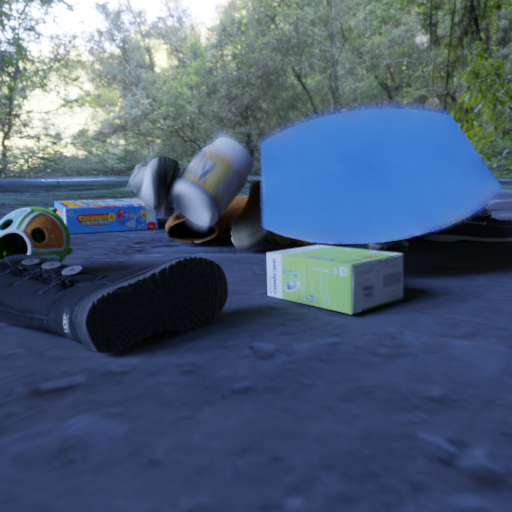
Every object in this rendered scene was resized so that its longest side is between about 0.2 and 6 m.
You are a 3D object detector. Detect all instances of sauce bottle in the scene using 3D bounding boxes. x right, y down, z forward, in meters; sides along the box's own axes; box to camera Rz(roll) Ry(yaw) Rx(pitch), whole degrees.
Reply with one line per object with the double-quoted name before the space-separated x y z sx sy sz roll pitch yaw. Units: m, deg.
"sauce bottle" 0.630 -0.608 13.019 2.219 0.718 0.718 2 10 28

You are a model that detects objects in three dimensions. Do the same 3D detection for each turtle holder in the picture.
"turtle holder" -4.024 -0.210 9.459 1.579 1.200 1.121 1 11 3

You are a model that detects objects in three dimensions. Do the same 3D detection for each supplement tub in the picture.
"supplement tub" -0.903 -1.546 11.561 1.161 1.161 1.604 10 56 44

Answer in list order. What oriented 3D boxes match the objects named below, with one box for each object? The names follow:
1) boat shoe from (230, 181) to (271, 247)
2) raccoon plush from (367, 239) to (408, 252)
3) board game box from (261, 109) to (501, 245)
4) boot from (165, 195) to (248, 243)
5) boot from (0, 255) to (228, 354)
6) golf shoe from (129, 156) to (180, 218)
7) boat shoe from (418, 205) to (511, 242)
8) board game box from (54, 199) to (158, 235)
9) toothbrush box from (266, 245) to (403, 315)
"boat shoe" 0.068 -1.181 12.361 0.965 0.966 2.612 -11 25 33
"raccoon plush" 2.650 -0.521 12.787 1.228 1.700 2.538 -15 -21 -2
"board game box" 2.153 -1.368 10.851 4.001 0.986 5.064 -8 36 5
"boot" -0.897 -0.855 13.287 2.553 0.979 1.982 -4 9 -1
"boot" -2.061 0.437 7.209 2.720 0.893 2.242 3 8 39
"golf shoe" -2.233 -1.509 11.911 1.105 0.968 2.508 27 -15 0
"boat shoe" 5.259 -0.800 13.595 2.643 0.817 0.989 0 11 5
"board game box" -4.323 -1.169 15.948 2.433 0.694 2.485 -5 11 -26
"toothbrush box" 1.113 0.282 8.072 1.182 0.699 1.623 -9 13 -41
